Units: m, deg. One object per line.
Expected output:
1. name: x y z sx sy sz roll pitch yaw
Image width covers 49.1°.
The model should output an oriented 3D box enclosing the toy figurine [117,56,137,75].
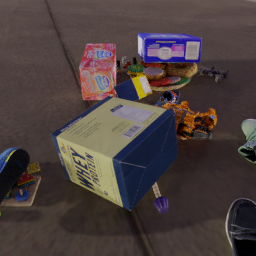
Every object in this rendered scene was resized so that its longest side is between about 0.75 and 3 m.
1. toy figurine: -0.048 -3.014 13.569 0.908 0.642 0.922 11 38 25

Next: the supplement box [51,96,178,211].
1. supplement box: -0.269 0.478 7.377 2.290 1.539 2.292 17 41 35

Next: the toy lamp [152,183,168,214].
1. toy lamp: 0.733 1.613 7.144 0.367 0.367 1.261 -7 36 -10

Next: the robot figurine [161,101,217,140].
1. robot figurine: 1.797 -0.297 8.788 2.055 0.825 2.834 18 15 24

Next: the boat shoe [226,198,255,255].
1. boat shoe: 2.535 2.385 5.638 1.000 0.834 2.680 8 34 14

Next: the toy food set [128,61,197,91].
1. toy food set: 1.508 -2.512 12.719 2.895 0.704 2.865 19 39 25

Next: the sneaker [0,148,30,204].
1. sneaker: -3.337 1.343 6.813 0.854 0.718 2.179 -5 37 34

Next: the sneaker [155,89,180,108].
1. sneaker: 1.624 -1.177 10.812 0.576 0.600 1.529 33 43 15

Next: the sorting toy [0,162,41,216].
1. sorting toy: -2.896 1.492 7.326 0.987 0.346 2.047 0 35 0

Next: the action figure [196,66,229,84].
1. action figure: 3.860 -2.566 13.000 0.976 0.520 1.500 -32 42 -29

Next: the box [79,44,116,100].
1. box: -1.199 -2.491 12.057 1.358 1.472 2.868 0 34 -1

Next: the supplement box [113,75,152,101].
1. supplement box: 0.216 -1.440 10.585 0.793 0.788 1.449 -18 7 30

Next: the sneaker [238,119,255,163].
1. sneaker: 3.792 0.345 8.609 1.105 0.689 1.873 -3 37 -15

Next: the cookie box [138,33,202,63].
1. cookie box: 1.815 -3.802 13.132 2.500 1.098 2.923 0 23 -3
